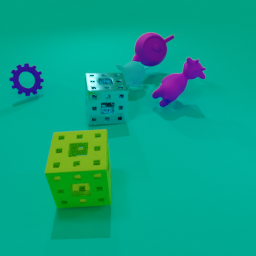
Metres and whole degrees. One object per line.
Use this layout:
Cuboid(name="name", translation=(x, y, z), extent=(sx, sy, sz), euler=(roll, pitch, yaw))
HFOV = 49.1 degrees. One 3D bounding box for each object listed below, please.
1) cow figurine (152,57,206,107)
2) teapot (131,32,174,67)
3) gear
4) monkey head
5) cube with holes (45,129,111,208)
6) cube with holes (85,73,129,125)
Cuboid(name="cow figurine", translation=(1.637, -1.461, 8.891), extent=(0.861, 1.543, 1.568), euler=(47, 58, -10))
Cuboid(name="teapot", translation=(0.877, -2.967, 10.669), extent=(2.071, 1.288, 1.014), euler=(-33, 15, -7))
Cuboid(name="gear", translation=(-3.440, -1.640, 9.543), extent=(1.087, 1.087, 0.201), euler=(-26, 17, -30))
Cuboid(name="monkey head", translation=(0.073, -1.923, 9.984), extent=(1.476, 0.889, 1.062), euler=(-7, 15, -41))
Cuboid(name="cube with holes", translation=(-1.003, 0.881, 6.110), extent=(1.173, 1.173, 1.173), euler=(-3, 41, -1))
Cuboid(name="cube with holes", translation=(-0.693, -0.910, 8.553), extent=(1.149, 1.149, 1.149), euler=(-3, 37, -11))
